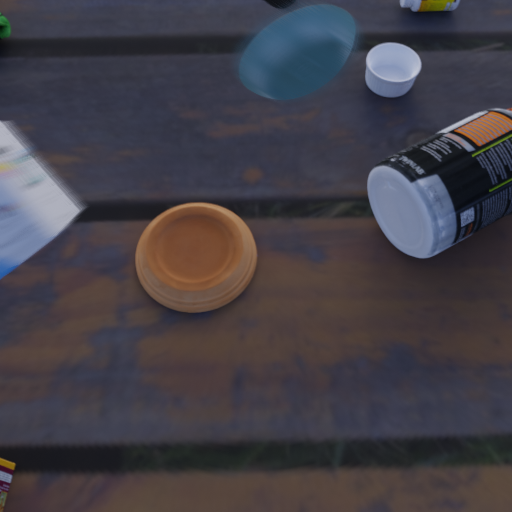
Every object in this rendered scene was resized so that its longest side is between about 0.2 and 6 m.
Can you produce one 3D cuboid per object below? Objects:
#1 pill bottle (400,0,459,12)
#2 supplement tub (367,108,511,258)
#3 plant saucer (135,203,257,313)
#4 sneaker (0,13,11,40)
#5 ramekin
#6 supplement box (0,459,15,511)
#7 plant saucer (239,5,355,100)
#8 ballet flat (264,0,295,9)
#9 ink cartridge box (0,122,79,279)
[{"bbox_3d":[3.197,-4.806,10.320,1.002,0.547,0.547,-3,62,-1],"label":"pill bottle"},{"bbox_3d":[2.928,-1.097,7.828,2.427,1.487,1.487,-26,65,-13],"label":"supplement tub"},{"bbox_3d":[-0.858,-0.054,7.936,1.737,0.325,1.737,0,63,0],"label":"plant saucer"},{"bbox_3d":[-5.144,-3.545,9.465,0.972,0.890,2.281,26,65,13],"label":"sneaker"},{"bbox_3d":[2.286,-3.122,9.492,0.902,0.440,0.902,0,63,0],"label":"ramekin"},{"bbox_3d":[-3.207,2.885,6.148,0.556,0.717,1.299,3,62,3],"label":"supplement box"},{"bbox_3d":[0.497,-2.149,6.209,1.382,1.382,0.248,-18,72,-9],"label":"plant saucer"},{"bbox_3d":[-0.243,-4.208,7.817,1.975,0.676,0.672,33,107,3],"label":"ballet flat"},{"bbox_3d":[-2.705,-0.572,5.562,1.014,1.009,1.382,-36,107,8],"label":"ink cartridge box"}]
